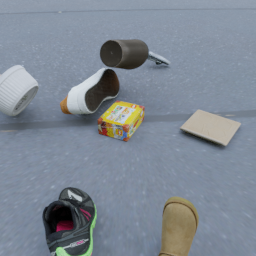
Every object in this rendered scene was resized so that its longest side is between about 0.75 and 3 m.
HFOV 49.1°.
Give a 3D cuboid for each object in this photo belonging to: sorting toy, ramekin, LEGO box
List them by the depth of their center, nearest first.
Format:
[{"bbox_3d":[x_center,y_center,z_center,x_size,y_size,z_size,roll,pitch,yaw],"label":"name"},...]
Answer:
[{"bbox_3d":[-3.180,-0.998,7.912,0.740,1.409,1.409,39,39,-6],"label":"ramekin"},{"bbox_3d":[2.407,-0.009,8.178,1.364,0.269,1.474,22,37,28],"label":"sorting toy"},{"bbox_3d":[-0.178,-0.247,8.268,0.944,0.489,1.267,15,37,20],"label":"LEGO box"}]

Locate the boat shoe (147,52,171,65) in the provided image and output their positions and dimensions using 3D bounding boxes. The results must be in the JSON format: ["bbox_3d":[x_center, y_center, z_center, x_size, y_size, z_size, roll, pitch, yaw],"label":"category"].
[{"bbox_3d":[1.272,-2.852,11.800,1.108,0.393,0.399,18,19,-25],"label":"boat shoe"}]

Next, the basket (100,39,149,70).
[{"bbox_3d":[-0.175,-2.270,8.603,1.247,0.940,1.383,-13,6,28],"label":"basket"}]

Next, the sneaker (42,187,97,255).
[{"bbox_3d":[-1.010,1.507,4.900,0.783,0.854,2.040,-23,18,-5],"label":"sneaker"}]

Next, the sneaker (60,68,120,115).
[{"bbox_3d":[-1.239,-1.245,9.216,1.227,1.055,2.898,-9,19,26],"label":"sneaker"}]

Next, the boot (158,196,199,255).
[{"bbox_3d":[0.597,2.123,4.013,0.586,1.552,1.772,6,30,19],"label":"boot"}]
